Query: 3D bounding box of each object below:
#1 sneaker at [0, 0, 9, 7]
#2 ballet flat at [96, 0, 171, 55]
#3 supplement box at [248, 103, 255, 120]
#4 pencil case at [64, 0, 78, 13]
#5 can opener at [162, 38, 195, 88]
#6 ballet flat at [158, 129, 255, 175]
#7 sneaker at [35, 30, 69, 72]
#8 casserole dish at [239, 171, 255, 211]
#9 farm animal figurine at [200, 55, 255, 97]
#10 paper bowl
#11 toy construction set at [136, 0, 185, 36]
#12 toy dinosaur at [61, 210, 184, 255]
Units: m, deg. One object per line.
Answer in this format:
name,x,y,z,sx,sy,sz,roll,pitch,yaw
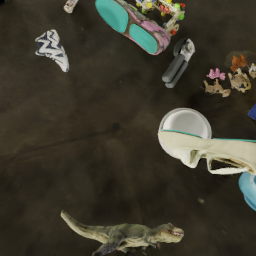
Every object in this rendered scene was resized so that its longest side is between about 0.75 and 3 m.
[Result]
sneaker,-4.944,-4.543,9.749,1.749,0.618,0.855,-11,62,-7
ballet flat,0.218,-3.435,9.128,2.807,0.970,0.999,40,51,13
supplement box,4.337,-0.916,7.733,0.982,0.976,1.793,37,69,17
pencil case,-1.970,-4.394,9.850,0.345,0.300,0.772,2,59,32
can opener,1.549,-2.016,8.647,0.617,0.488,1.856,5,55,42
ballet flat,1.678,0.545,6.115,2.447,0.850,0.850,7,60,35
sneaker,-2.334,-2.210,8.408,0.815,1.253,0.500,-17,32,3
casserole dish,3.842,1.184,6.998,2.245,0.436,1.360,-37,69,-18
farm animal figurine,3.009,-1.315,7.991,1.387,1.403,0.731,9,57,-28
paper bowl,1.506,0.083,7.393,1.358,0.706,1.358,-1,63,1
toy construction set,1.137,-3.909,9.284,1.256,0.882,1.915,-25,73,-39
toy dinosaur,-0.221,2.601,6.175,2.820,0.669,1.243,5,49,3
